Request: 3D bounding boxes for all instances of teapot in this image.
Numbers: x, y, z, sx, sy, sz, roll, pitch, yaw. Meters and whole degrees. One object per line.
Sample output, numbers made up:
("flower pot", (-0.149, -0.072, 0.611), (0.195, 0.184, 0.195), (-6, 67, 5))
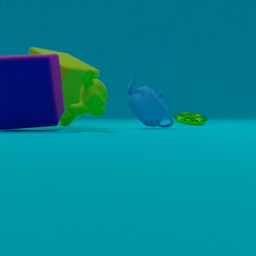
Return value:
("teapot", (0.478, -0.598, 6.551), (0.794, 1.622, 1.009), (-41, 14, 13))

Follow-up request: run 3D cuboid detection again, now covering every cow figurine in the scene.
("cow figurine", (-1.647, -0.526, 8.901), (0.759, 1.383, 1.361), (32, -13, 38))

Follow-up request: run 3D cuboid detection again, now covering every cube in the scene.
("cube", (-1.758, -1.146, 7.183), (1.296, 1.296, 1.296), (32, 21, 24))
("cube", (-2.001, -0.758, 5.476), (1.271, 1.271, 1.271), (-4, 16, -6))

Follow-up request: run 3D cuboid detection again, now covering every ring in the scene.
("ring", (2.262, -0.346, 10.141), (1.229, 0.246, 1.229), (3, 16, -1))

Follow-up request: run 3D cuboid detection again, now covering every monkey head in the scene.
("monkey head", (-0.749, -0.550, 5.208), (0.752, 0.630, 1.046), (-13, -32, -10))
